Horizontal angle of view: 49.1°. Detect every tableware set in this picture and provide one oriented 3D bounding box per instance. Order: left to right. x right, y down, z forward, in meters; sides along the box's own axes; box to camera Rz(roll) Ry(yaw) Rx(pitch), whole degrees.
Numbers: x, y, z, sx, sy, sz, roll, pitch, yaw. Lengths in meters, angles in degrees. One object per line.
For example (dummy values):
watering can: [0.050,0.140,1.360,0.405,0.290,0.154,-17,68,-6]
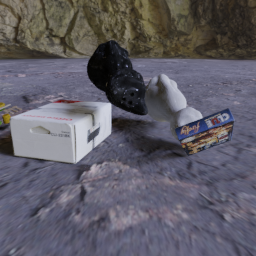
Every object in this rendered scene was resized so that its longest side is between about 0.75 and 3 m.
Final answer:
tableware set: [-3.837,-0.360,8.010,1.677,0.257,1.130,16,37,39]

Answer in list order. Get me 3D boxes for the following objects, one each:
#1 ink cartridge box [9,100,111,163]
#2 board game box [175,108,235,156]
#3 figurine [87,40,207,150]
ink cartridge box: [-1.428,-0.025,6.492,1.502,0.872,2.081,5,17,16]
board game box: [1.452,0.131,5.223,0.952,0.243,1.405,-22,-21,12]
figurine: [0.486,-0.702,6.617,2.847,1.225,2.778,28,17,-24]
